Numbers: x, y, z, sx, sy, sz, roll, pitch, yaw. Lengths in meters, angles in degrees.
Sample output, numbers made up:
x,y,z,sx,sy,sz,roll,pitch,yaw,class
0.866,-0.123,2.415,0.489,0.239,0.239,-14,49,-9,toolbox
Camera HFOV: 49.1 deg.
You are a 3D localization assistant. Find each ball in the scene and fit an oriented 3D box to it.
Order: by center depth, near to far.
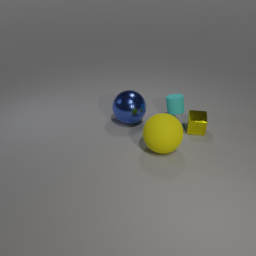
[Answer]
x,y,z,sx,sy,sz,roll,pitch,yaw,class
1.216,0.187,9.765,1.400,1.400,1.400,0,31,0,ball
0.054,-0.855,11.527,1.400,1.400,1.400,0,31,0,ball

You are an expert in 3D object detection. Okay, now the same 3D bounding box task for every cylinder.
x,y,z,sx,sy,sz,roll,pitch,yaw,class
1.920,-0.965,11.367,0.700,0.700,0.700,-8,21,3,cylinder

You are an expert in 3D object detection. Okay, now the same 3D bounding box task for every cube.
x,y,z,sx,sy,sz,roll,pitch,yaw,class
2.707,-0.208,11.010,0.700,0.700,0.700,5,43,9,cube
